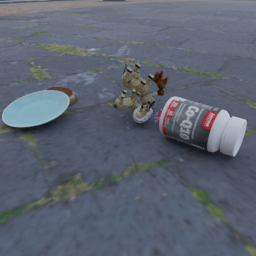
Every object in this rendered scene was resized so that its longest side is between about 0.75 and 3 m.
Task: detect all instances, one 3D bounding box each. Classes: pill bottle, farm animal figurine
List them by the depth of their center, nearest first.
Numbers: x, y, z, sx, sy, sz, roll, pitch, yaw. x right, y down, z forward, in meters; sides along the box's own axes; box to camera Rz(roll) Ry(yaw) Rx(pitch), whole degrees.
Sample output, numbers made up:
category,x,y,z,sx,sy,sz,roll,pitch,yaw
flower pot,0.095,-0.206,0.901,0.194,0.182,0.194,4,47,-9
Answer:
category,x,y,z,sx,sy,sz,roll,pitch,yaw
pill bottle,1.824,-0.044,6.898,1.869,1.064,1.064,20,35,29
farm animal figurine,0.423,-0.873,8.558,1.639,1.021,2.030,16,52,-8

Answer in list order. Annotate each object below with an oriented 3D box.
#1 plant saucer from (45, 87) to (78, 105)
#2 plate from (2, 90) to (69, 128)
category,x,y,z,sx,sy,sz,roll,pitch,yaw
plant saucer,-2.342,-1.125,9.518,1.264,0.231,1.264,8,30,-5
plate,-2.729,-0.541,8.437,2.005,0.256,2.005,-6,36,5
